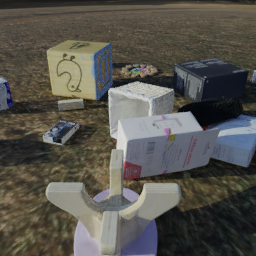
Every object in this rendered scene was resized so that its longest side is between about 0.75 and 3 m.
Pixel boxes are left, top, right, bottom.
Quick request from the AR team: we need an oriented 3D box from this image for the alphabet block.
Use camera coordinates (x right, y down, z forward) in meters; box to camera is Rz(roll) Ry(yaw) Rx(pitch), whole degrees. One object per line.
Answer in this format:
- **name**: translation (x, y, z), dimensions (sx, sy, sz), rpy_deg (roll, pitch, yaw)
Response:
- **alphabet block**: translation (-2.134, -2.763, 13.122), dimensions (2.268, 2.215, 2.227), rpy_deg (7, 29, 14)

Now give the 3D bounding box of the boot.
- **boot**: translation (2.783, -0.649, 10.302), dimensions (2.399, 0.888, 1.966), rpy_deg (-10, 9, -3)

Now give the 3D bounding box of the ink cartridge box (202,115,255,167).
- **ink cartridge box**: translation (2.889, 0.091, 9.597), dimensions (2.945, 0.696, 2.357), rpy_deg (16, 33, 28)

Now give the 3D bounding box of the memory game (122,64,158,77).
- **memory game**: translation (0.693, -3.343, 16.188), dimensions (2.179, 0.139, 2.179), rpy_deg (0, 29, 0)

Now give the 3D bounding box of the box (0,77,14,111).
- **box**: translation (-5.577, -1.315, 11.566), dimensions (1.307, 1.202, 0.686), rpy_deg (-23, 38, -34)

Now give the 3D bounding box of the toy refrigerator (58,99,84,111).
- **toy refrigerator**: translation (-2.409, -0.978, 11.844), dimensions (1.037, 0.363, 0.394), rpy_deg (-6, 23, -12)

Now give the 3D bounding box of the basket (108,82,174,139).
- **basket**: translation (0.471, -0.467, 9.488), dimensions (1.819, 1.835, 1.476), rpy_deg (19, 30, 36)

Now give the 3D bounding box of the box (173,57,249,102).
- **box**: translation (3.751, -2.230, 13.046), dimensions (2.486, 1.294, 2.263), rpy_deg (-13, 32, -20)

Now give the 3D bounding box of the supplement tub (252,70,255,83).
- **supplement tub**: translation (6.922, -2.569, 14.315), dimensions (1.003, 0.662, 0.662), rpy_deg (11, 32, 18)

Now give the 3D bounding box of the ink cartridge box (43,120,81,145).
- **ink cartridge box**: translation (-2.324, 0.073, 10.069), dimensions (0.746, 0.294, 1.500), rpy_deg (8, 30, 15)

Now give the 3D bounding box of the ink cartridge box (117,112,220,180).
- **ink cartridge box**: translation (1.075, 0.464, 7.936), dimensions (2.683, 1.562, 0.905), rpy_deg (-6, 42, -15)

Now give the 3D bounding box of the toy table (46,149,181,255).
- **toy table**: translation (-0.279, 1.777, 5.751), dimensions (2.545, 1.621, 2.768), rpy_deg (-5, 31, -9)
